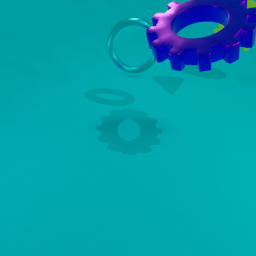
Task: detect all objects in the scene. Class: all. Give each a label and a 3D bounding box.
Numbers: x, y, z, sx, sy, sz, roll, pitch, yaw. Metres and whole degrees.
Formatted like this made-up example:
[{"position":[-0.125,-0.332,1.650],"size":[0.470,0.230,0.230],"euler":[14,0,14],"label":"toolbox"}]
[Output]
[{"position":[0.177,-2.310,8.177],"size":[1.709,1.709,0.342],"euler":[1,23,1],"label":"ring"},{"position":[1.425,-1.955,5.550],"size":[2.071,0.383,2.071],"euler":[-10,50,12],"label":"gear"},{"position":[3.871,-3.563,9.595],"size":[1.780,1.780,0.329],"euler":[7,22,9],"label":"gear"}]
